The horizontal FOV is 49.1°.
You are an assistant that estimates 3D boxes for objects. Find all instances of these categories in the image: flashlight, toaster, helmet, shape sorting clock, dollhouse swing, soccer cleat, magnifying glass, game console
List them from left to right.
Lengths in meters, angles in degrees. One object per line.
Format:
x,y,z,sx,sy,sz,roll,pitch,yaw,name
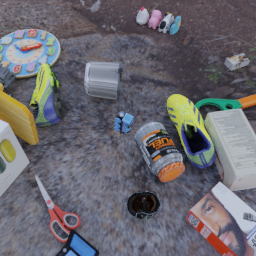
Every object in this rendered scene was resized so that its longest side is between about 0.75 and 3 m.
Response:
-5.147,-1.090,9.744,0.938,0.934,2.760,3,55,32,flashlight
-4.032,-0.080,8.328,1.891,2.081,1.829,-32,63,-29,dollhouse swing
-4.329,-3.224,11.765,2.932,0.575,2.932,0,52,0,shape sorting clock
-3.038,-1.286,10.056,1.240,0.959,2.966,-23,52,1,soccer cleat
-1.288,3.151,6.845,0.953,0.554,0.838,31,58,22,game console
-0.816,-1.642,9.678,1.232,1.908,1.084,4,83,-3,toaster
0.409,2.074,7.543,0.815,0.777,0.815,9,64,-20,helmet
1.936,-0.131,8.871,0.958,1.240,2.963,-24,53,11,soccer cleat
3.708,-0.751,10.054,2.993,0.335,1.191,-18,55,-11,magnifying glass

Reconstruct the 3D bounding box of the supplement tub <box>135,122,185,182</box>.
0.956,0.717,8.435,1.021,1.021,1.666,-19,55,-14,supplement tub

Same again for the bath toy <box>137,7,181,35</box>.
1.388,-5.122,13.113,2.112,0.781,0.919,24,56,18,bath toy

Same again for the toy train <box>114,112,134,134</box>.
-0.123,-0.118,8.418,0.511,0.894,0.388,27,60,9,toy train

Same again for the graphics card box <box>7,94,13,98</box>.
-4.690,-0.901,10.177,0.954,0.243,0.599,-11,53,-7,graphics card box

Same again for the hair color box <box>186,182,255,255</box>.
2.788,2.655,7.120,1.275,0.735,2.298,-35,59,-23,hair color box

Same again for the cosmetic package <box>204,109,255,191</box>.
3.227,0.625,8.514,1.190,1.004,2.302,-6,52,-5,cosmetic package

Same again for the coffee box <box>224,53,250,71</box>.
4.494,-2.717,11.518,0.854,0.340,0.488,-16,54,-12,coffee box

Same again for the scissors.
-2.185,2.206,7.761,2.145,0.149,0.785,37,69,22,scissors

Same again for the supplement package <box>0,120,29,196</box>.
-4.053,0.725,7.810,1.491,1.980,1.502,23,56,17,supplement package
